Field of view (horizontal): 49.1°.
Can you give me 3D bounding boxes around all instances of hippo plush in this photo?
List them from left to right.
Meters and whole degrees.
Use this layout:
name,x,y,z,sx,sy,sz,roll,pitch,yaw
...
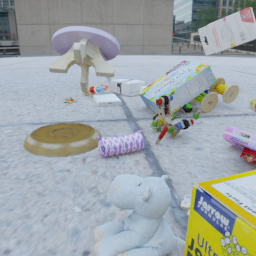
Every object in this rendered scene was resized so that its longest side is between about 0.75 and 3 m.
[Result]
name,x,y,z,sx,sy,sz,roll,pitch,yaw
hippo plush,0.195,1.545,4.630,1.762,1.416,1.403,10,21,26

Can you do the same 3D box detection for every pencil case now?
name,x,y,z,sx,sy,sz,roll,pitch,yaw
pencil case,-0.238,0.497,8.908,1.530,0.654,0.642,-7,-4,-26

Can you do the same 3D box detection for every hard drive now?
name,x,y,z,sx,sy,sz,roll,pitch,yaw
hard drive,-1.178,-1.572,15.646,1.272,0.257,1.928,-5,19,-13

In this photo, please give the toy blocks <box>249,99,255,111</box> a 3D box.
name,x,y,z,sx,sy,sz,roll,pitch,yaw
toy blocks,6.719,-1.028,13.658,1.153,0.502,1.384,1,19,1

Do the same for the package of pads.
name,x,y,z,sx,sy,sz,roll,pitch,yaw
package of pads,3.849,0.419,8.994,0.833,0.523,1.382,21,2,-38

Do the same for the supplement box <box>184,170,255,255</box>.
name,x,y,z,sx,sy,sz,roll,pitch,yaw
supplement box,2.460,1.582,4.224,2.799,1.533,1.523,-6,19,-25

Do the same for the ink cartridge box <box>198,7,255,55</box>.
name,x,y,z,sx,sy,sz,roll,pitch,yaw
ink cartridge box,4.080,-3.877,11.412,2.103,1.225,0.710,-13,12,32

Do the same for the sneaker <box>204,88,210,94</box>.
name,x,y,z,sx,sy,sz,roll,pitch,yaw
sneaker,4.119,-2.092,15.978,1.217,1.039,2.761,8,21,21

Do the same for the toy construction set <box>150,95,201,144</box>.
name,x,y,z,sx,sy,sz,roll,pitch,yaw
toy construction set,1.406,-0.091,10.322,1.629,1.501,1.953,35,46,9

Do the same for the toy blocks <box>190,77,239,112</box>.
name,x,y,z,sx,sy,sz,roll,pitch,yaw
toy blocks,3.853,-2.140,14.688,2.444,1.065,2.932,-20,38,-19

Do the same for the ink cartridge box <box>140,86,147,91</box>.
name,x,y,z,sx,sy,sz,roll,pitch,yaw
ink cartridge box,2.157,-2.106,16.894,1.908,0.594,2.371,-12,27,-31

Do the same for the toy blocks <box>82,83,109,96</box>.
name,x,y,z,sx,sy,sz,roll,pitch,yaw
toy blocks,-1.738,-2.360,16.938,1.656,0.601,1.380,1,15,42

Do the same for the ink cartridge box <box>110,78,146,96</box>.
name,x,y,z,sx,sy,sz,roll,pitch,yaw
ink cartridge box,-0.020,-2.639,17.907,1.404,0.818,1.942,-16,24,-39

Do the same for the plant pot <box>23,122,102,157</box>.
name,x,y,z,sx,sy,sz,roll,pitch,yaw
plant pot,-2.294,0.294,9.974,2.767,0.380,2.767,-1,18,0

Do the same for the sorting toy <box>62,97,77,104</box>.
name,x,y,z,sx,sy,sz,roll,pitch,yaw
sorting toy,-3.315,-1.587,15.811,0.736,0.178,1.308,-7,20,-19

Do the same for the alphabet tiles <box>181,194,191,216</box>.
name,x,y,z,sx,sy,sz,roll,pitch,yaw
alphabet tiles,1.732,1.734,6.172,1.060,0.077,1.037,8,21,23

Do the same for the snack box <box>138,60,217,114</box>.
name,x,y,z,sx,sy,sz,roll,pitch,yaw
snack box,2.283,-1.949,13.509,2.999,1.015,2.529,-36,25,-2

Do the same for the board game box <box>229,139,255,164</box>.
name,x,y,z,sx,sy,sz,roll,pitch,yaw
board game box,3.596,0.849,7.865,1.768,0.344,1.397,21,6,-46

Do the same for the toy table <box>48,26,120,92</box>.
name,x,y,z,sx,sy,sz,roll,pitch,yaw
toy table,-1.644,-2.578,10.289,2.534,2.330,1.484,-1,60,11
